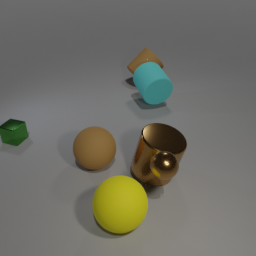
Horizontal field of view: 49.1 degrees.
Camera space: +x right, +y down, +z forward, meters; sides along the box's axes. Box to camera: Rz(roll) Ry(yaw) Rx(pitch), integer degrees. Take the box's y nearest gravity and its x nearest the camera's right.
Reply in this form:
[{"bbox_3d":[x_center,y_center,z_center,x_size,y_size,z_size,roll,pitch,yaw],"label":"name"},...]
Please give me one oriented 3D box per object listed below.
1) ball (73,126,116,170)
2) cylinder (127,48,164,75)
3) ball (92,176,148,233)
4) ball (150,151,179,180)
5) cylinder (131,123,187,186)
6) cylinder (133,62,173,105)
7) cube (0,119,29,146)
[{"bbox_3d":[-1.078,0.647,9.082,1.400,1.400,1.400,0,32,0],"label":"ball"},{"bbox_3d":[0.906,-3.217,14.719,1.400,1.400,1.400,-45,39,4],"label":"cylinder"},{"bbox_3d":[-0.199,1.912,7.075,1.400,1.400,1.400,0,32,0],"label":"ball"},{"bbox_3d":[0.888,0.909,6.816,0.700,0.700,0.700,0,32,0],"label":"ball"},{"bbox_3d":[0.918,0.800,8.574,1.400,1.400,1.400,10,37,-8],"label":"cylinder"},{"bbox_3d":[1.096,-2.003,12.551,1.400,1.400,1.400,-10,45,-16],"label":"cylinder"},{"bbox_3d":[-4.291,0.153,10.522,0.700,0.700,0.700,10,34,16],"label":"cube"}]
